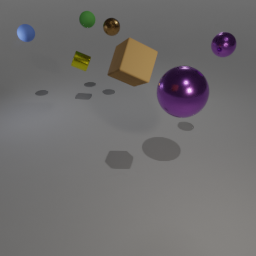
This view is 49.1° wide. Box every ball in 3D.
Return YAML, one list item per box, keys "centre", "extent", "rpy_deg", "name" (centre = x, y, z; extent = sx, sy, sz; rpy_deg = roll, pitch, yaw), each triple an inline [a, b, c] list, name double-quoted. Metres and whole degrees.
- centre: [-0.667, -4.113, 11.400]
  extent: [0.700, 0.700, 0.700]
  rpy_deg: [0, 30, 0]
  name: "ball"
- centre: [-4.186, -3.903, 11.514]
  extent: [0.700, 0.700, 0.700]
  rpy_deg: [0, 30, 0]
  name: "ball"
- centre: [2.752, -2.393, 8.058]
  extent: [0.700, 0.700, 0.700]
  rpy_deg: [0, 30, 0]
  name: "ball"
- centre: [-1.770, -4.730, 12.211]
  extent: [0.700, 0.700, 0.700]
  rpy_deg: [0, 30, 0]
  name: "ball"
- centre: [1.476, -0.971, 7.582]
  extent: [1.400, 1.400, 1.400]
  rpy_deg: [0, 30, 0]
  name: "ball"

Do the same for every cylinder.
- centre: [-2.059, -2.925, 12.273]
  extent: [0.700, 0.700, 0.700]
  rpy_deg: [19, 27, -14]
  name: "cylinder"

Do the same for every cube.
- centre: [0.084, -1.353, 5.891]
  extent: [0.700, 0.700, 0.700]
  rpy_deg: [19, -8, -24]
  name: "cube"
